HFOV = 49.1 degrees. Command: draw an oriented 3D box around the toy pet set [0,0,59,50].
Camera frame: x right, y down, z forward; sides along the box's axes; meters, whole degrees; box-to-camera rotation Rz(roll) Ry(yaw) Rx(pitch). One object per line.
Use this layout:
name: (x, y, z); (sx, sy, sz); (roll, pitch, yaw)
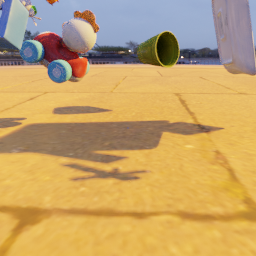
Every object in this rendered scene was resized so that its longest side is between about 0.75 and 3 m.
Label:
toy pet set: (-2.570, -2.340, 6.386); (2.472, 1.313, 2.308); (-34, 1, -1)

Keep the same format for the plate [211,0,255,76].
plate: (2.767, -2.861, 7.684); (0.470, 2.903, 2.909); (-9, 10, 11)

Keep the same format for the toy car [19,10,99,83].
toy car: (-1.758, -2.652, 8.400); (1.861, 2.105, 1.940); (36, 20, 0)

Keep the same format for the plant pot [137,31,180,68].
plant pot: (1.087, -2.999, 10.959); (1.343, 1.343, 1.293); (-13, 14, -38)
